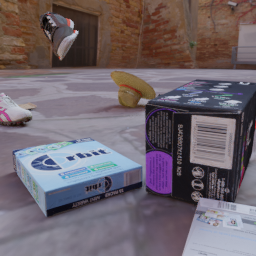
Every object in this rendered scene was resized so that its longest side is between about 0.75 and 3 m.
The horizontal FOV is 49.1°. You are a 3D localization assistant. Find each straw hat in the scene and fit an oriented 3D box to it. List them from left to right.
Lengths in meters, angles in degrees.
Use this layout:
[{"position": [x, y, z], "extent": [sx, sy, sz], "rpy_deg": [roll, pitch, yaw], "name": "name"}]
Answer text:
[{"position": [0.061, -1.422, 12.195], "extent": [2.335, 0.988, 2.335], "rpy_deg": [25, -11, 5], "name": "straw hat"}]

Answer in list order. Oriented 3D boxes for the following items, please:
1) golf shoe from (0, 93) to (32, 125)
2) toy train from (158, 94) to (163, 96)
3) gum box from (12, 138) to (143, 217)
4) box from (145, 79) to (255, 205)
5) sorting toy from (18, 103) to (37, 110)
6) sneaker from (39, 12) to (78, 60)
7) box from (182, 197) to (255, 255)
[{"position": [-4.152, -0.648, 9.416], "extent": [2.191, 1.009, 0.795], "rpy_deg": [8, 16, 25], "name": "golf shoe"}, {"position": [2.106, -1.723, 15.152], "extent": [1.019, 0.174, 0.233], "rpy_deg": [7, 19, 25], "name": "toy train"}, {"position": [-1.005, 0.736, 5.162], "extent": [1.710, 0.448, 2.013], "rpy_deg": [-9, 17, -32], "name": "gum box"}, {"position": [1.501, 0.082, 5.163], "extent": [1.413, 1.628, 2.664], "rpy_deg": [9, 21, 28], "name": "box"}, {"position": [-4.571, -0.895, 11.954], "extent": [0.919, 0.183, 1.244], "rpy_deg": [-19, 26, -39], "name": "sorting toy"}, {"position": [-2.385, -3.080, 9.014], "extent": [1.137, 1.070, 2.777], "rpy_deg": [29, 18, -30], "name": "sneaker"}, {"position": [1.274, 1.340, 3.156], "extent": [1.162, 0.307, 1.490], "rpy_deg": [5, 15, 21], "name": "box"}]
